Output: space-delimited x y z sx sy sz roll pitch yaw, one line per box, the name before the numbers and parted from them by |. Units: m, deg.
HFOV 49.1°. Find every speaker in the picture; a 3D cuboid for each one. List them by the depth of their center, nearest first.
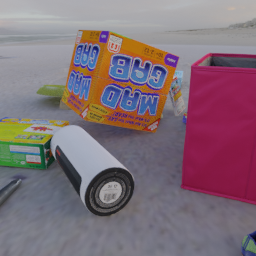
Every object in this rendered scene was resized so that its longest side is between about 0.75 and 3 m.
speaker | -0.842 0.733 5.766 0.979 0.979 2.411 -10 23 -26

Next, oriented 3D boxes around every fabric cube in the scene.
fabric cube | 2.686 -0.146 5.898 2.558 2.550 2.510 8 21 21

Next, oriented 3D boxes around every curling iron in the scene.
curling iron | -2.622 1.466 4.731 0.624 0.322 2.519 5 21 15

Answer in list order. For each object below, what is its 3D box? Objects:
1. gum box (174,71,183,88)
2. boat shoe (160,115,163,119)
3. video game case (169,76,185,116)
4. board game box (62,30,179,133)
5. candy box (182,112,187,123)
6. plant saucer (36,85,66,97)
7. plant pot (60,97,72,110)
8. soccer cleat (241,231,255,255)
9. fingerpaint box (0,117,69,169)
gum box | 1.678 -2.845 15.873 2.756 0.614 2.342 5 21 12
boat shoe | 0.672 -0.936 10.472 0.950 0.812 2.591 -4 21 -9
video game case | 1.799 -1.214 10.468 0.115 1.317 0.942 -8 18 33
board game box | -0.354 -1.503 8.804 2.415 2.413 2.412 9 13 -31
candy box | 2.459 -0.345 9.521 0.938 0.361 0.793 -19 31 -39
plant saucer | -2.597 -1.611 12.157 2.654 0.412 2.654 5 11 -1
plant pot | -2.322 -1.167 11.381 0.930 0.624 0.930 1 20 0
soccer cleat | 2.173 1.622 4.079 1.155 0.483 0.374 -7 22 -19
fingerpaint box | -2.681 0.335 7.205 1.931 0.708 1.611 3 21 8
